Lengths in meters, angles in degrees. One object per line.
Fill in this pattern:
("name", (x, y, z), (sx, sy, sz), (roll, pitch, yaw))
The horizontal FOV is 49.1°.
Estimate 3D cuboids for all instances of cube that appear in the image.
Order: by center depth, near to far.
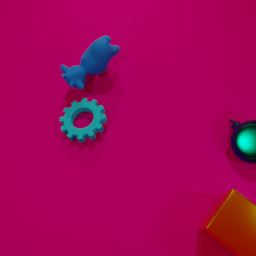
("cube", (2.509, 2.276, 6.605), (1.127, 1.127, 1.127), (36, 78, 15))

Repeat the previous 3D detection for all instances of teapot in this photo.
("teapot", (3.421, 0.352, 7.684), (1.185, 0.934, 1.907), (-48, 61, 16))

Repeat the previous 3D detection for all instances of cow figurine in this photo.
("cow figurine", (-1.155, -1.944, 8.419), (0.934, 1.702, 1.674), (46, 36, -1))

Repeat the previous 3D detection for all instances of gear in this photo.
("gear", (-1.307, -0.239, 8.188), (1.341, 0.248, 1.341), (-4, 62, 8))
